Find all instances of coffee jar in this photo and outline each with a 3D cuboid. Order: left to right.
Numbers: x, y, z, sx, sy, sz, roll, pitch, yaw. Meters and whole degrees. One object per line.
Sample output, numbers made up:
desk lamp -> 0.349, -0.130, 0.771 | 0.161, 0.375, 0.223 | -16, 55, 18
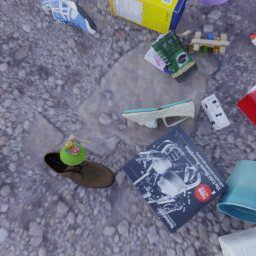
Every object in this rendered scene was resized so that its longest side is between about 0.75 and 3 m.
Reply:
coffee jar -> 1.900, -2.813, 11.165 | 1.025, 0.839, 1.966 | -39, 100, -11

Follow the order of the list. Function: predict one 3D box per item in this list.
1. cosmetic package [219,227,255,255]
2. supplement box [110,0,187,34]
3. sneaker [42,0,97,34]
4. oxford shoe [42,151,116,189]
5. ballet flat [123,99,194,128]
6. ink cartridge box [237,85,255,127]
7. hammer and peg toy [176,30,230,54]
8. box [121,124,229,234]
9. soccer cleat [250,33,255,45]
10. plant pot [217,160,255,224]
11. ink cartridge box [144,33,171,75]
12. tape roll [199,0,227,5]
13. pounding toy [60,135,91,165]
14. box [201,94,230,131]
cosmetic package -> 4.446, 4.557, 10.034 | 1.695, 1.410, 1.418 | -14, 82, -1
supplement box -> 0.840, -5.206, 11.245 | 2.859, 1.556, 1.566 | 23, 76, 6
sneaker -> -2.413, -4.695, 11.675 | 2.732, 1.034, 1.052 | 42, 95, 12
oxford shoe -> -1.888, 1.628, 10.567 | 2.903, 1.226, 1.055 | 16, 79, 0
ballet flat -> 1.259, -0.454, 11.047 | 2.869, 0.996, 0.996 | -10, 82, -2
ink cartridge box -> 6.308, -0.777, 10.881 | 2.621, 1.252, 2.986 | -41, 84, -5
hammer and peg toy -> 2.865, -3.381, 11.176 | 1.990, 1.464, 0.702 | 5, 101, 0
box -> 1.612, 1.821, 10.310 | 2.617, 1.496, 2.875 | -37, 82, -6
soccer cleat -> 6.139, -4.104, 11.666 | 2.240, 0.769, 0.954 | -37, 98, -7
plant pot -> 4.441, 2.259, 10.196 | 1.974, 1.974, 1.855 | 21, 68, 3
ink cartridge box -> 1.572, -3.090, 11.715 | 1.316, 0.285, 1.292 | 35, 83, 6
tape roll -> 3.694, -6.351, 11.993 | 1.992, 0.654, 1.992 | 0, 81, -1
pounding toy -> -1.919, 0.690, 10.022 | 0.936, 0.563, 1.213 | 13, 47, 8
box -> 3.445, -0.593, 11.098 | 0.403, 0.782, 1.340 | -25, 84, -4
